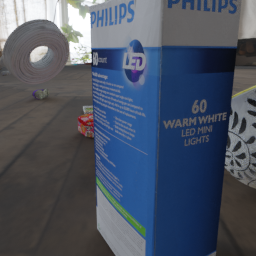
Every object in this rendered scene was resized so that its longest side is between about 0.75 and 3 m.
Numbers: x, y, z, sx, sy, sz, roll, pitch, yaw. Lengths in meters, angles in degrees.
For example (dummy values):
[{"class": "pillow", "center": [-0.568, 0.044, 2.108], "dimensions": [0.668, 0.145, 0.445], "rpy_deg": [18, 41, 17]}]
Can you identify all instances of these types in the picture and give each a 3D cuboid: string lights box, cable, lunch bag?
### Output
[{"class": "string lights box", "center": [0.223, 0.122, 2.827], "dimensions": [0.786, 2.667, 1.371], "rpy_deg": [-8, 18, -27]}, {"class": "cable", "center": [-2.518, -2.080, 7.791], "dimensions": [1.841, 1.841, 0.637], "rpy_deg": [-12, 51, -45]}, {"class": "lunch bag", "center": [-0.717, -0.066, 7.750], "dimensions": [1.204, 0.493, 1.061], "rpy_deg": [-9, 22, -28]}]

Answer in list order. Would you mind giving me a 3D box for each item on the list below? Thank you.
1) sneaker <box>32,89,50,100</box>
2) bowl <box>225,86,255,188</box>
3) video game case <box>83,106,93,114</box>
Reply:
[{"class": "sneaker", "center": [-4.320, -1.598, 13.433], "dimensions": [0.662, 0.462, 1.330], "rpy_deg": [-4, 10, 11]}, {"class": "bowl", "center": [2.443, 0.339, 3.936], "dimensions": [2.672, 1.254, 2.672], "rpy_deg": [-4, -20, -1]}, {"class": "video game case", "center": [-1.049, -0.683, 10.574], "dimensions": [1.227, 0.140, 1.117], "rpy_deg": [-2, 15, -12]}]
